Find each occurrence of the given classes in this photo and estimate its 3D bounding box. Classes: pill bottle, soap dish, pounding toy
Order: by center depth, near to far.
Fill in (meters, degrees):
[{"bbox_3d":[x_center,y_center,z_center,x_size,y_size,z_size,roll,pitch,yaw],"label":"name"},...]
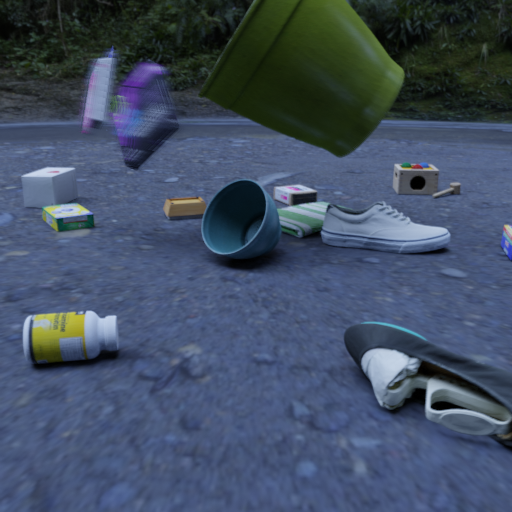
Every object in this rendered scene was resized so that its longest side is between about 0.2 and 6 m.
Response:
[{"bbox_3d":[-2.344,1.029,7.166,1.102,0.617,0.617,-3,18,-11],"label":"pill bottle"},{"bbox_3d":[-1.845,-1.260,14.655,1.090,0.443,0.858,-6,19,-15],"label":"soap dish"},{"bbox_3d":[5.388,-2.395,17.475,1.956,0.895,1.719,2,17,6],"label":"pounding toy"}]

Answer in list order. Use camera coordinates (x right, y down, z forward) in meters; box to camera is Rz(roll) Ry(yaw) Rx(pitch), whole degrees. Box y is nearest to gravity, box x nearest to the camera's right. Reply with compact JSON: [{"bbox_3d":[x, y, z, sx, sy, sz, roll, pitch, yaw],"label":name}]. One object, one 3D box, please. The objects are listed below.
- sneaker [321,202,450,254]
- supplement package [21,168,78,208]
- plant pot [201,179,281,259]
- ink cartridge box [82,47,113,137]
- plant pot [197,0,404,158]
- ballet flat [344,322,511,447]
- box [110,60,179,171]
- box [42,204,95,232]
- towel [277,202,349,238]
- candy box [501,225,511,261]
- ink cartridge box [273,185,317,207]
[{"bbox_3d":[2.723,-0.640,11.853,2.689,0.952,0.982,3,18,11],"label":"sneaker"},{"bbox_3d":[-5.900,-1.975,16.113,0.933,0.922,1.539,2,18,6],"label":"supplement package"},{"bbox_3d":[-0.150,-0.586,11.104,1.567,1.567,1.050,16,-10,41],"label":"plant pot"},{"bbox_3d":[-3.509,-3.661,12.422,0.346,1.865,0.883,13,-17,-24],"label":"ink cartridge box"},{"bbox_3d":[1.126,-3.925,11.848,3.379,3.510,3.510,32,13,-13],"label":"plant pot"},{"bbox_3d":[1.836,1.334,6.015,2.391,0.813,0.818,14,34,38],"label":"ballet flat"},{"bbox_3d":[-2.282,-2.836,11.273,0.342,1.355,1.895,19,41,-48],"label":"box"},{"bbox_3d":[-4.715,-0.992,13.946,0.927,0.382,1.580,-11,19,-32],"label":"box"},{"bbox_3d":[1.383,-0.934,13.936,2.514,0.294,1.918,-13,22,-38],"label":"towel"},{"bbox_3d":[5.761,-0.233,11.307,1.330,0.512,1.124,3,19,12],"label":"candy box"},{"bbox_3d":[1.136,-1.761,16.300,0.886,0.404,1.075,-8,20,-26],"label":"ink cartridge box"}]
